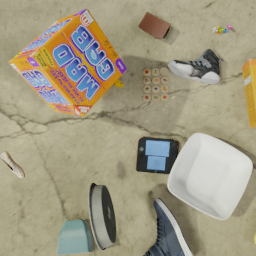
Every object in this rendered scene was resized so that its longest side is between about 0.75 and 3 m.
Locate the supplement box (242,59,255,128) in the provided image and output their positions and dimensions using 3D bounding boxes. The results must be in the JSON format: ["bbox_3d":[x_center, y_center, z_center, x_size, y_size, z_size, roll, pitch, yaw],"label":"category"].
[{"bbox_3d":[5.494,-1.425,11.685,0.936,0.967,2.812,-2,79,0],"label":"supplement box"}]

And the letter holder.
[{"bbox_3d":[1.131,-4.370,12.360,1.198,0.602,0.851,29,83,5],"label":"letter holder"}]

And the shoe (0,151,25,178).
[{"bbox_3d":[-3.469,1.143,8.361,0.986,0.345,0.263,57,43,-14],"label":"shoe"}]

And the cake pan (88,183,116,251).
[{"bbox_3d":[-0.756,2.689,8.699,0.377,2.057,2.057,-13,80,5],"label":"cake pan"}]

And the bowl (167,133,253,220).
[{"bbox_3d":[3.119,1.835,11.064,2.767,1.034,2.771,29,82,5],"label":"bowl"}]

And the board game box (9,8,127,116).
[{"bbox_3d":[-1.977,-2.088,9.334,2.318,2.317,2.320,-50,123,-21],"label":"board game box"}]

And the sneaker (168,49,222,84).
[{"bbox_3d":[2.912,-2.772,11.978,2.270,0.857,1.292,17,80,-3],"label":"sneaker"}]

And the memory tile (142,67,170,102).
[{"bbox_3d":[1.209,-1.883,12.160,1.202,0.132,1.569,0,80,0],"label":"memory tile"}]

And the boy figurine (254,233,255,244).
[{"bbox_3d":[5.628,3.828,10.897,1.186,0.614,1.907,35,83,21],"label":"boy figurine"}]

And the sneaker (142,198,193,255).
[{"bbox_3d":[1.089,4.239,10.638,1.964,1.033,2.718,-24,82,-7],"label":"sneaker"}]

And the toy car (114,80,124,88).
[{"bbox_3d":[-1.334,-1.569,12.027,2.159,1.059,0.719,-6,35,-17],"label":"toy car"}]

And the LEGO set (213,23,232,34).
[{"bbox_3d":[4.168,-4.452,12.523,0.852,0.325,0.350,-9,77,5],"label":"LEGO set"}]

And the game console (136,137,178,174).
[{"bbox_3d":[1.193,1.137,11.579,1.648,0.256,1.458,5,80,1],"label":"game console"}]

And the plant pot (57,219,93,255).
[{"bbox_3d":[-1.988,4.137,10.648,1.163,1.166,1.188,-4,67,0],"label":"plant pot"}]
